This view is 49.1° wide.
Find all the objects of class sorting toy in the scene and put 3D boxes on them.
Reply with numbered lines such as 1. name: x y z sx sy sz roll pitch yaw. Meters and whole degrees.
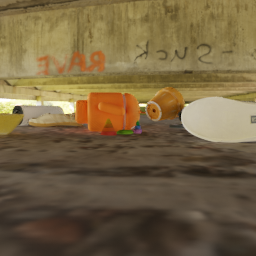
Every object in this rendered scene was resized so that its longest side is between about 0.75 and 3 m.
1. sorting toy: -0.164 -0.051 7.974 1.352 0.466 0.469 -3 4 -35

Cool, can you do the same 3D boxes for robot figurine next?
1. robot figurine: -0.575 -0.522 9.179 2.245 1.309 1.615 -1 -37 -8

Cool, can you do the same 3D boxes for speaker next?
1. speaker: -4.280 -0.630 13.455 0.970 0.970 2.389 2 4 35

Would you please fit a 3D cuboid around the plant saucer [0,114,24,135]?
1. plant saucer: -4.525 -0.123 8.117 2.447 0.593 2.448 -1 4 -33

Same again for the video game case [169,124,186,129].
1. video game case: 2.588 -0.082 11.225 1.546 0.147 1.104 -2 4 -40

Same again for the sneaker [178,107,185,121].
1. sneaker: 2.910 -0.326 9.471 1.143 1.029 2.935 -22 16 -21

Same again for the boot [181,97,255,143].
1. boot: 2.577 -0.066 6.051 2.682 0.976 1.212 4 -9 22

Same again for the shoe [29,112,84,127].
1. shoe: -3.096 -0.392 12.120 2.407 0.643 0.842 0 3 5

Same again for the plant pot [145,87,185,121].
1. plant pot: 1.382 -0.841 11.164 1.318 1.318 1.206 3 24 46
